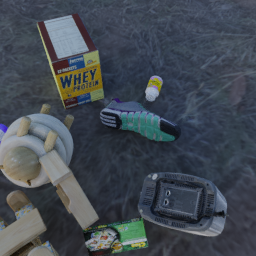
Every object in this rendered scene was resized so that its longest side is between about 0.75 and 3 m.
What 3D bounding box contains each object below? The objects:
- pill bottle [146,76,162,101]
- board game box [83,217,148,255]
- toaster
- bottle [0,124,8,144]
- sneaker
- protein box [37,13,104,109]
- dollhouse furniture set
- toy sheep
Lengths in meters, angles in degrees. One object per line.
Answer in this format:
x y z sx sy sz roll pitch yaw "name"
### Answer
0.870 -1.333 9.550 0.456 0.456 0.875 14 55 10 "pill bottle"
-0.278 2.515 6.422 1.390 0.728 0.163 -10 12 1 "board game box"
1.371 1.766 6.391 2.086 1.347 1.185 0 66 35 "toaster"
-3.944 0.500 7.922 0.578 0.452 1.385 8 52 51 "bottle"
0.464 -0.401 8.590 2.514 0.935 1.100 16 48 12 "sneaker"
-1.829 -2.162 9.154 1.392 2.048 2.063 -18 56 -12 "protein box"
-2.078 1.869 5.906 2.382 1.583 2.088 -33 34 -17 "dollhouse furniture set"
-2.237 0.464 7.119 1.915 1.915 2.778 10 18 7 "toy sheep"
